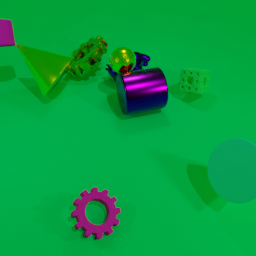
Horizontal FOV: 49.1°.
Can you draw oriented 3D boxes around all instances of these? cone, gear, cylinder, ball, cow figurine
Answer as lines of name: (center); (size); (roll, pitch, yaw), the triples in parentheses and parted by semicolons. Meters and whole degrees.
cone: (2.779, 0.968, 6.355); (1.370, 1.365, 1.365); (8, 33, -40)
gear: (-0.688, 1.833, 6.071); (1.062, 0.196, 1.062); (13, 57, -21)
cone: (-2.890, -2.154, 9.064); (1.665, 1.659, 1.659); (38, 45, -13)
cylinder: (0.413, -1.151, 8.727); (1.309, 1.309, 1.309); (-12, 45, -12)
ball: (-0.168, -2.119, 8.783); (0.837, 0.837, 0.837); (0, 44, 0)
gear: (-1.557, -2.684, 10.399); (1.797, 0.332, 1.797); (-24, 40, 22)
cow figurine: (-0.022, -2.241, 10.086); (1.386, 0.773, 1.408); (22, 69, -3)
cylinder: (-4.036, -2.996, 8.878); (0.768, 0.768, 0.768); (-4, 14, 1)

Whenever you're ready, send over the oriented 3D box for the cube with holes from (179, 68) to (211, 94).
cube with holes: (2.195, -1.569, 9.207); (0.720, 0.720, 0.720); (16, 20, 36)
